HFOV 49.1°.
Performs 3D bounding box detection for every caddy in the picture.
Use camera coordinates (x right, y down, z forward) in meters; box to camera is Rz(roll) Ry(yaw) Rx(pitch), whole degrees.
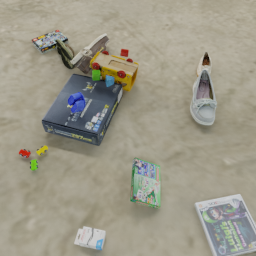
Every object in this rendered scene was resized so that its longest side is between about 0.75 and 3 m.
[{"bbox_3d":[-1.770,-0.903,9.884,0.446,0.850,0.601,-19,82,-32],"label":"caddy"}]

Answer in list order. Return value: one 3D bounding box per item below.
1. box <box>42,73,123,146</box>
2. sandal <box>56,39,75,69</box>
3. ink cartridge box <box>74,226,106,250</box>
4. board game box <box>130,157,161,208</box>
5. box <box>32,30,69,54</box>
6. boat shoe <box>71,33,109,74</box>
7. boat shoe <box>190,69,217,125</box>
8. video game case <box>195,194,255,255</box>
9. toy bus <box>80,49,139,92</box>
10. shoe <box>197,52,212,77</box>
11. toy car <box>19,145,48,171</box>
[{"bbox_3d":[-1.660,-0.811,10.841,2.222,0.719,2.818,14,51,11],"label":"box"},{"bbox_3d":[-2.831,-3.548,13.067,0.595,0.828,2.085,-12,50,-25],"label":"sandal"},{"bbox_3d":[-1.087,3.111,7.945,0.825,0.280,0.479,9,51,7],"label":"ink cartridge box"},{"bbox_3d":[0.571,1.719,8.836,0.967,0.209,1.436,21,49,-20],"label":"board game box"},{"bbox_3d":[-3.887,-4.336,13.995,1.506,0.300,1.031,-32,57,-23],"label":"box"},{"bbox_3d":[-1.536,-3.454,12.897,0.877,1.058,2.945,47,40,-15],"label":"boat shoe"},{"bbox_3d":[3.016,-1.219,11.113,0.950,0.827,2.579,7,51,6],"label":"boat shoe"},{"bbox_3d":[2.948,2.842,8.220,1.508,0.194,1.659,-9,51,-7],"label":"video game case"},{"bbox_3d":[-0.703,-2.354,11.807,2.133,1.168,2.261,-15,52,-21],"label":"toy bus"},{"bbox_3d":[3.452,-2.794,12.634,0.605,0.462,1.731,10,52,8],"label":"shoe"},{"bbox_3d":[-3.231,1.086,9.634,1.007,0.225,0.947,-10,52,-7],"label":"toy car"}]
